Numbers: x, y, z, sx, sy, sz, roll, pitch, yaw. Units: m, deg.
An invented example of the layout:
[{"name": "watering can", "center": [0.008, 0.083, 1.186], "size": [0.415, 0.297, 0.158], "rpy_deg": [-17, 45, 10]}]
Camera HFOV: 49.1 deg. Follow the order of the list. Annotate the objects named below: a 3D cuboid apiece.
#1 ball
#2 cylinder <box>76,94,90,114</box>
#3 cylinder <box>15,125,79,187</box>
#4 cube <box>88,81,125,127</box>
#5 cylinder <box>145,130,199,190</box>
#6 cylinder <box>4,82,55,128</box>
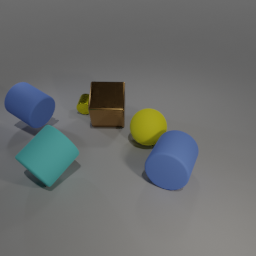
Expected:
[{"name": "ball", "center": [0.768, -0.039, 10.566], "size": [1.400, 1.400, 1.400], "rpy_deg": [0, 32, 0]}, {"name": "cylinder", "center": [-1.952, -1.105, 12.884], "size": [0.700, 0.700, 0.700], "rpy_deg": [4, 46, 7]}, {"name": "cylinder", "center": [-2.499, 0.863, 8.765], "size": [1.400, 1.400, 1.400], "rpy_deg": [25, 65, 35]}, {"name": "cube", "center": [-0.831, -0.963, 11.673], "size": [1.400, 1.400, 1.400], "rpy_deg": [1, 61, 0]}, {"name": "cylinder", "center": [1.415, 1.001, 8.937], "size": [1.400, 1.400, 1.400], "rpy_deg": [13, 34, 20]}, {"name": "cylinder", "center": [-3.900, -0.915, 11.198], "size": [1.400, 1.400, 1.400], "rpy_deg": [30, 40, 18]}]
